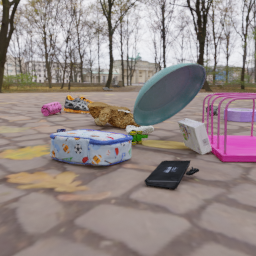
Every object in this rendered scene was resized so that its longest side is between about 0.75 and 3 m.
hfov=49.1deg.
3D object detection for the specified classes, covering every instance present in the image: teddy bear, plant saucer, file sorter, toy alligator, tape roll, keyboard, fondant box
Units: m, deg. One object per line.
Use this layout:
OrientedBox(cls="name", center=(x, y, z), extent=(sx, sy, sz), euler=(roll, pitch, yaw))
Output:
OrientedBox(cls="teddy bear", center=(-0.400, -0.372, 11.346), extent=(2.707, 0.904, 1.963), euler=(9, 18, 7))
OrientedBox(cls="plant saucer", center=(1.126, -1.021, 8.186), extent=(2.487, 2.487, 0.447), euler=(-8, 55, -41))
OrientedBox(cls="file sorter", center=(2.988, -0.150, 7.370), extent=(1.671, 1.508, 2.404), euler=(0, 9, 2))
OrientedBox(cls="toy alligator", center=(0.071, 0.290, 8.222), extent=(1.226, 0.363, 0.333), euler=(-8, 12, -40))
OrientedBox(cls="tape roll", center=(5.403, -0.629, 13.453), extent=(1.517, 0.498, 1.517), euler=(1, 10, 0))
OrientedBox(cls="keyboard", center=(0.912, 0.865, 5.358), extent=(0.847, 0.181, 1.410), euler=(-3, 8, 21))
OrientedBox(cls="fondant box", center=(1.745, 0.197, 7.423), extent=(0.308, 0.764, 1.059), euler=(-22, 13, -9))

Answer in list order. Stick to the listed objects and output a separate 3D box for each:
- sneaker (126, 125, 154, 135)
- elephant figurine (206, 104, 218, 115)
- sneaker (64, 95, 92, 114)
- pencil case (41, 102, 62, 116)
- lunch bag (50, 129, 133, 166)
OrientedBox(cls="sneaker", center=(0.418, 0.113, 9.571), extent=(0.961, 0.361, 0.390), euler=(-4, 21, -3))
OrientedBox(cls="elephant figurine", center=(4.699, -0.919, 15.351), extent=(0.638, 0.699, 0.901), euler=(42, 6, -23))
OrientedBox(cls="sneaker", center=(-2.640, -1.387, 16.552), extent=(2.600, 1.004, 1.018), euler=(4, 8, 14))
OrientedBox(cls="pencil case", center=(-4.215, -1.015, 15.414), extent=(0.684, 0.706, 1.506), euler=(46, 15, 3))
OrientedBox(cls="lunch bag", center=(-0.877, 0.397, 6.661), extent=(1.831, 0.692, 1.467), euler=(8, 10, 34))
